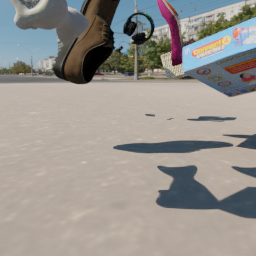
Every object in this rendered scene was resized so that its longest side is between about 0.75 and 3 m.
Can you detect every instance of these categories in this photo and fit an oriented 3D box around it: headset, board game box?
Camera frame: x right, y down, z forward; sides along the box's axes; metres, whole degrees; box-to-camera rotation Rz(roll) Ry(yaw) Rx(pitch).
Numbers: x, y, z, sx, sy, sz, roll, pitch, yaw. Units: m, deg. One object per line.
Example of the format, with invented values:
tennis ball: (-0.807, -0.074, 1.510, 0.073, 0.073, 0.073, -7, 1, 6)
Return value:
headset: (0.180, -3.297, 9.851, 1.632, 1.008, 0.767, -38, 7, 39)
board game box: (2.844, -1.524, 6.414, 2.268, 0.647, 2.316, 15, -18, -42)

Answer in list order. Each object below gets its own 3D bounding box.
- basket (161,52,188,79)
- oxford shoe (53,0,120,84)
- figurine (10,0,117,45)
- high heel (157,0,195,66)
basket: (1.886, -2.408, 10.455, 0.995, 1.004, 0.808, -13, 3, 29)
oxford shoe: (-0.614, -2.094, 6.240, 1.067, 2.527, 0.918, 24, 1, 27)
figurine: (-0.631, -1.983, 4.012, 1.847, 0.795, 1.803, -39, -2, 9)
high heel: (1.054, -2.491, 7.299, 0.836, 1.739, 0.586, -32, 2, 32)
